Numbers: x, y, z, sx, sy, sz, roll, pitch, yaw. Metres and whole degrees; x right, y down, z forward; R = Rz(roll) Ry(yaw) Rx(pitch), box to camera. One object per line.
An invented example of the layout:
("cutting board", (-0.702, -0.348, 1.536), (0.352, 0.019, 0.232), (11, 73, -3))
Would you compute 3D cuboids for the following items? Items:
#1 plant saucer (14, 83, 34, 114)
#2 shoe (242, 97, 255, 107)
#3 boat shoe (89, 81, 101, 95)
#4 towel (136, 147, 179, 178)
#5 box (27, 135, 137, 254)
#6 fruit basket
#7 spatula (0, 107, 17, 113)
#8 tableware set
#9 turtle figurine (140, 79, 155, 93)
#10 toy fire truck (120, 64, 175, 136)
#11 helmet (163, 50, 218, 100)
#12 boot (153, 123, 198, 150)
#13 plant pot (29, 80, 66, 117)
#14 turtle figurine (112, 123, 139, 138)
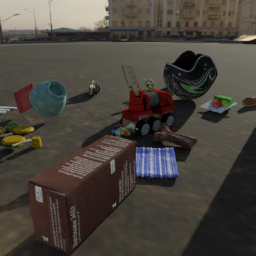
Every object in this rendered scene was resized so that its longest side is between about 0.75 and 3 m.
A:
("plant saucer", (-3.693, -1.061, 10.261), (0.865, 0.867, 0.159), (-26, -13, 12))
("shoe", (5.114, -1.067, 11.570), (1.181, 0.413, 0.315), (-13, -19, -25))
("boat shoe", (-1.563, -1.883, 13.411), (0.504, 0.548, 1.533), (10, 20, -3))
("towel", (0.225, 0.773, 6.812), (1.902, 0.227, 1.377), (2, 22, 4))
("box", (-0.659, 1.004, 4.992), (0.813, 1.087, 2.171), (12, 24, 29))
("fruit basket", (3.525, -0.868, 10.933), (1.106, 0.518, 1.024), (-32, 35, -28))
("spatula", (-5.393, -0.742, 10.695), (1.975, 0.159, 1.373), (1, 12, 3))
("tableware set", (-3.268, 0.252, 8.161), (1.945, 0.298, 1.310), (14, 22, 35))
("turtle figurine", (0.750, -1.811, 12.629), (1.279, 0.921, 1.241), (0, 17, -10))
("toy fire truck", (0.535, -0.985, 8.897), (1.765, 2.005, 1.290), (-17, 27, -38))
("helmet", (2.580, -2.212, 12.047), (2.008, 2.106, 2.106), (-38, 26, 0))
("boot", (1.455, 0.228, 8.053), (1.188, 0.382, 1.107), (10, 28, 22))
("plant pot", (-2.635, -1.120, 9.628), (0.830, 1.239, 1.239), (-39, -6, 37))
("turtle figurine", (0.007, 0.181, 7.893), (0.821, 0.591, 0.796), (6, 15, 19))
